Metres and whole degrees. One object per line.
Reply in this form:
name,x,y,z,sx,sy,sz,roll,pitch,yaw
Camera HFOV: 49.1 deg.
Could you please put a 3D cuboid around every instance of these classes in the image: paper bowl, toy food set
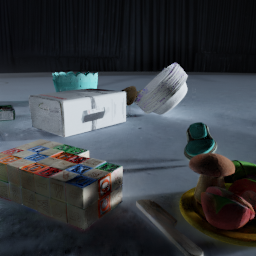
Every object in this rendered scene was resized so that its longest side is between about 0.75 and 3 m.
paper bowl,1.557,-1.542,12.081,2.440,1.269,2.440,-44,9,9
toy food set,1.786,0.920,4.394,2.972,0.971,1.749,-5,15,-18

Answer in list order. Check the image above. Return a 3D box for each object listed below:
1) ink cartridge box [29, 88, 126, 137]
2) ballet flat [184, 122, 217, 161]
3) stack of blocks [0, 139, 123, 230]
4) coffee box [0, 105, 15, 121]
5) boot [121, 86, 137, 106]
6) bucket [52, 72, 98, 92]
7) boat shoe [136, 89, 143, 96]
ink cartridge box,-1.784,-0.688,10.222,2.086,1.211,2.891,13,19,41
ballet flat,1.747,0.487,6.684,0.727,0.687,2.156,-9,17,16
stack of blocks,-1.277,0.872,5.131,2.389,0.700,1.376,9,17,31
coffee box,-5.011,-0.505,9.834,1.871,0.411,1.150,-5,16,-27
boot,-0.797,-1.330,12.603,1.707,0.813,2.206,13,38,41
bucket,-2.887,-2.253,15.573,2.518,1.638,2.518,1,14,0
boat shoe,0.399,-2.091,17.086,1.393,0.436,0.509,-14,5,-15
